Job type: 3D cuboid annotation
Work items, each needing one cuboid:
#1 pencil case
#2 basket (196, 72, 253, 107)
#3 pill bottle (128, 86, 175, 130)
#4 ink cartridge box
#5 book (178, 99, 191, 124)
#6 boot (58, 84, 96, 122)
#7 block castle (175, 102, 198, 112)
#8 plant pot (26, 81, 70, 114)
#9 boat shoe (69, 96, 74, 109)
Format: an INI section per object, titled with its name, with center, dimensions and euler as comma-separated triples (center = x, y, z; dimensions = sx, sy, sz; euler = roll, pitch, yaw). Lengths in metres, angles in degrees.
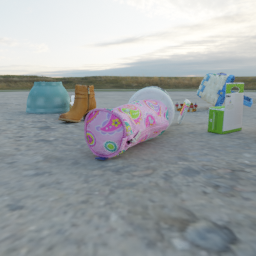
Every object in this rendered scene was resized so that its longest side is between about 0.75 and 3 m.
[pencil case]
center = 0.093, -0.060, 6.949
dimensions = 1.204, 1.204, 2.753
euler = 5, 11, 27
[basket]
center = 5.552, -1.983, 15.791
dimensions = 2.940, 2.045, 2.593
euler = 29, 19, 15
[pill bottle]
center = 0.810, -0.681, 9.523
dimensions = 1.463, 1.463, 2.587
euler = 1, 10, 7
[ink cartridge box]
center = 3.208, -0.673, 9.131
dimensions = 1.174, 1.588, 0.602
euler = -8, 13, -39
[book]
center = 2.125, -0.621, 10.661
dimensions = 0.213, 0.886, 0.592
euler = 23, 18, 2
[boot]
center = -2.069, -1.022, 11.396
dimensions = 0.713, 1.497, 1.935
euler = 7, 12, 34
[block castle]
center = 3.156, -1.162, 15.120
dimensions = 1.074, 0.504, 0.718
euler = 9, 13, 42
[plant pot]
center = -4.198, -1.670, 14.870
dimensions = 2.387, 1.599, 2.387
euler = 1, 10, 0
[boat shoe]
center = -2.361, -1.011, 13.466
dimensions = 0.840, 0.859, 2.425
euler = -1, 19, -10
